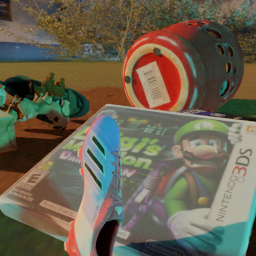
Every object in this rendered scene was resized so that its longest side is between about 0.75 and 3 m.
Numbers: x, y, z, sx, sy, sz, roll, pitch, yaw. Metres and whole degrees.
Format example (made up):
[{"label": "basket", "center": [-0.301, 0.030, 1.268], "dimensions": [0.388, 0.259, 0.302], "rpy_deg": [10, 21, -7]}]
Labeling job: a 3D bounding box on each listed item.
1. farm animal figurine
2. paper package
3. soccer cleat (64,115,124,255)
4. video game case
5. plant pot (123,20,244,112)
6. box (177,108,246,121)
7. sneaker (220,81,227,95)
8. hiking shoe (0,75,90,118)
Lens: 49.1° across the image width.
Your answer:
[{"label": "farm animal figurine", "center": [-2.503, -0.521, 6.627], "dimensions": [2.072, 1.673, 1.042], "rpy_deg": [2, 60, -1]}, {"label": "paper package", "center": [-3.177, 0.060, 5.758], "dimensions": [1.361, 0.739, 1.428], "rpy_deg": [-13, 19, -38]}, {"label": "soccer cleat", "center": [-0.195, 0.533, 2.414], "dimensions": [0.496, 1.298, 0.433], "rpy_deg": [4, -12, 38]}, {"label": "video game case", "center": [0.194, 0.498, 3.597], "dimensions": [2.745, 0.321, 2.496], "rpy_deg": [9, 36, 29]}, {"label": "plant pot", "center": [1.462, -1.495, 7.739], "dimensions": [2.751, 2.751, 2.505], "rpy_deg": [12, 26, 36]}, {"label": "box", "center": [1.193, 0.170, 5.410], "dimensions": [1.898, 0.748, 1.339], "rpy_deg": [-14, 24, -41]}, {"label": "sneaker", "center": [2.974, -1.366, 9.969], "dimensions": [2.745, 1.148, 1.657], "rpy_deg": [-12, 13, -14]}, {"label": "hiking shoe", "center": [-2.248, -0.774, 7.589], "dimensions": [2.407, 0.912, 1.212], "rpy_deg": [16, 11, -1]}]
